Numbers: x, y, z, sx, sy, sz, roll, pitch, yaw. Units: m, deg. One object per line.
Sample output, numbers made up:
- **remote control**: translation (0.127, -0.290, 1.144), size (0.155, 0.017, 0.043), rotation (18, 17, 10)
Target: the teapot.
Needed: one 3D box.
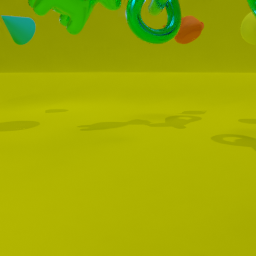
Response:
- **teapot**: translation (1.621, -2.825, 7.954), size (1.351, 0.661, 0.840), rotation (-17, -13, -22)

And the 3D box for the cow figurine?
- **cow figurine**: translation (-0.940, -2.777, 5.625), size (1.708, 1.681, 0.938), rotation (19, 25, -45)

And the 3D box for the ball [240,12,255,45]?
- **ball**: translation (3.022, -2.337, 6.497), size (0.770, 0.770, 0.770), rotation (0, 12, 0)

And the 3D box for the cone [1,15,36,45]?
- **cone**: translation (-3.279, -2.968, 7.983), size (0.877, 0.877, 0.880), rotation (5, -8, 23)

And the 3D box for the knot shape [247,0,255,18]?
- **knot shape**: translation (1.766, -2.346, 3.816), size (0.759, 1.644, 1.538), rotation (-19, 41, -35)

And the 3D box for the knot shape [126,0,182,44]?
- **knot shape**: translation (0.645, -2.990, 5.822), size (0.946, 2.047, 1.916), rotation (15, -23, 25)
